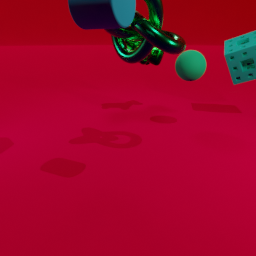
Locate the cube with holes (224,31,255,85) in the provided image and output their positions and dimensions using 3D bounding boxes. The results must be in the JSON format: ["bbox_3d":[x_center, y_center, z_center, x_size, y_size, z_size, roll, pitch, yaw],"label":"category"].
[{"bbox_3d":[4.168,-2.479,9.834,1.217,1.217,1.217,-13,33,28],"label":"cube with holes"}]

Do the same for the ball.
[{"bbox_3d":[1.869,-1.860,8.380,0.912,0.912,0.912,0,18,0],"label":"ball"}]

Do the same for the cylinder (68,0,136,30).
[{"bbox_3d":[-0.356,-1.781,3.969,0.712,0.712,0.712,8,20,27],"label":"cylinder"}]

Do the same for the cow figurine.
[{"bbox_3d":[0.473,-2.834,10.307,1.726,0.947,1.698,19,18,-5],"label":"cow figurine"}]

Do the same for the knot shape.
[{"bbox_3d":[0.372,-2.060,5.983,1.856,0.917,1.984,24,-14,2],"label":"knot shape"}]
